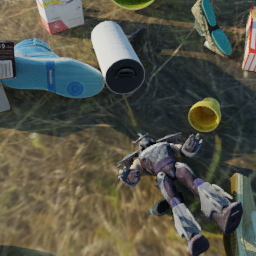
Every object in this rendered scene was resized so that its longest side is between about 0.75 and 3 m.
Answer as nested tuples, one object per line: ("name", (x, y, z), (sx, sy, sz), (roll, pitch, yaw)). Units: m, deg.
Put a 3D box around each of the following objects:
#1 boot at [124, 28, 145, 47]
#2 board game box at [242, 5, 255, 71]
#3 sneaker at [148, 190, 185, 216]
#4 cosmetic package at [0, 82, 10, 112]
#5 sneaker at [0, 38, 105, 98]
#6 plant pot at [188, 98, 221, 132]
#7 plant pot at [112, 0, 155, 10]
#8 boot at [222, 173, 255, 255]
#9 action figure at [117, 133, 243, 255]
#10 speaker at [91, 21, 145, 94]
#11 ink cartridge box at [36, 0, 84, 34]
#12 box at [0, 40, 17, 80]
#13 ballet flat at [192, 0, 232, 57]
("boot", (-0.008, -3.087, 9.301), (0.774, 0.410, 1.175), (31, 57, 22))
("board game box", (4.867, -2.756, 8.867), (2.121, 0.648, 2.800), (13, 53, 11))
("sneaker", (0.785, 1.529, 5.754), (0.930, 0.369, 0.351), (-14, 76, -38))
("cosmetic package", (-4.067, -1.264, 7.612), (1.075, 0.908, 2.013), (-22, 53, -14))
("sneaker", (-2.054, -1.813, 7.923), (2.814, 1.119, 1.837), (9, 35, -13))
("plant pot", (1.986, -0.399, 7.053), (0.762, 0.762, 0.717), (23, 41, 17))
("plant pot", (0.719, -6.126, 10.578), (2.637, 2.637, 2.818), (23, 40, 17))
("boot", (2.737, 2.043, 5.042), (1.856, 0.865, 2.400), (5, 58, 5))
("action figure", (0.892, 0.922, 5.633), (1.917, 1.022, 2.946), (-33, 43, -5))
("speaker", (-0.345, -2.021, 7.729), (1.032, 1.032, 2.542), (-11, 42, -9))
("ink cartridge box", (-2.305, -4.411, 9.136), (1.330, 2.283, 0.770), (-27, 56, -18))
("box", (-3.295, -1.566, 6.413), (1.059, 0.869, 0.878), (5, 16, 12))
("ballet flat", (2.615, -3.084, 8.953), (0.682, 0.757, 2.011), (-27, 91, -29))
